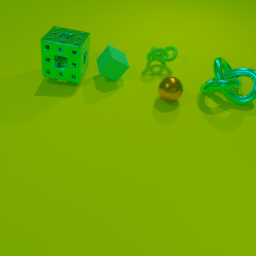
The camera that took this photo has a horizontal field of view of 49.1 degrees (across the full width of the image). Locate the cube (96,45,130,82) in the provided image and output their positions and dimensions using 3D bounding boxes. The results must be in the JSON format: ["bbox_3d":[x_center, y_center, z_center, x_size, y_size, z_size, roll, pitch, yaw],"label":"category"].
[{"bbox_3d":[-0.518,-2.181,9.456,0.753,0.753,0.753,19,42,-37],"label":"cube"}]

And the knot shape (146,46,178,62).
[{"bbox_3d":[1.172,-2.680,10.053,1.121,0.518,1.049,-4,21,-5],"label":"knot shape"}]

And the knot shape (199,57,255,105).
[{"bbox_3d":[3.263,-1.615,9.097,1.875,0.867,1.755,4,47,2],"label":"knot shape"}]

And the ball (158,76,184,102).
[{"bbox_3d":[1.338,-1.225,8.807,0.803,0.803,0.803,0,49,0],"label":"ball"}]

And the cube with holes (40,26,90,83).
[{"bbox_3d":[-2.058,-2.468,9.378,1.272,1.272,1.272,11,39,0],"label":"cube with holes"}]
